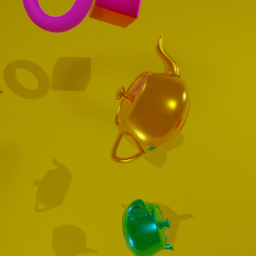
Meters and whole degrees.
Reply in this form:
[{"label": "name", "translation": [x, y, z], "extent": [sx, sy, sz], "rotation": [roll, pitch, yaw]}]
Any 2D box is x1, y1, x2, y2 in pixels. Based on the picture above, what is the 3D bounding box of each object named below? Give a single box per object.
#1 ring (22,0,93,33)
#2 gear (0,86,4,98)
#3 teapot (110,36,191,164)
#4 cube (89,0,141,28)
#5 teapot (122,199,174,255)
[{"label": "ring", "translation": [-1.442, -2.755, 5.676], "extent": [1.591, 0.318, 1.591], "rotation": [2, 98, 16]}, {"label": "gear", "translation": [-3.301, -0.451, 5.816], "extent": [1.471, 1.471, 0.272], "rotation": [-43, 90, -17]}, {"label": "teapot", "translation": [0.245, -0.298, 3.407], "extent": [0.798, 1.013, 1.629], "rotation": [27, 85, -16]}, {"label": "cube", "translation": [-0.257, -2.812, 6.014], "extent": [0.917, 0.917, 0.917], "rotation": [11, 93, -17]}, {"label": "teapot", "translation": [0.299, 1.391, 3.852], "extent": [0.601, 1.227, 0.763], "rotation": [-17, 34, 14]}]
